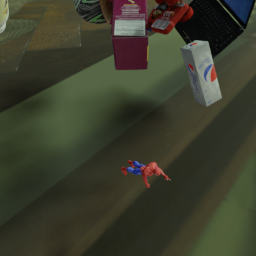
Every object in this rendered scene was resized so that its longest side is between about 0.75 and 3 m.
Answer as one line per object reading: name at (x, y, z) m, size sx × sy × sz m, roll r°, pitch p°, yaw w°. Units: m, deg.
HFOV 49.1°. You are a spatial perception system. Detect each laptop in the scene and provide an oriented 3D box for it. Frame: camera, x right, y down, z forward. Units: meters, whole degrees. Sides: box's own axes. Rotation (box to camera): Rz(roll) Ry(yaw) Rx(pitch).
laptop at (2.415, -3.567, 8.411) m, size 1.265 × 2.450 × 2.171 m, roll 7°, pitch 50°, yaw -50°

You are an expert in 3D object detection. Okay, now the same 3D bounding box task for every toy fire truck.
toy fire truck at (0.701, -2.157, 5.331) m, size 0.789 × 0.527 × 0.940 m, roll -49°, pitch 38°, yaw 0°

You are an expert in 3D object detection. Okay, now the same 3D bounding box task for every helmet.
helmet at (-0.991, -4.261, 9.288) m, size 1.566 × 1.643 × 1.643 m, roll -14°, pitch 38°, yaw -16°

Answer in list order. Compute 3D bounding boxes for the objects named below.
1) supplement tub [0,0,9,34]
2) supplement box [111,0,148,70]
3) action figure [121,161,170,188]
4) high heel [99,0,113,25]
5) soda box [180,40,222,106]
supplement tub at (-3.699, -3.286, 7.025) m, size 1.265 × 1.745 × 1.265 m, roll 8°, pitch 63°, yaw -16°
supplement box at (0.060, -2.247, 6.480) m, size 0.795 × 1.008 × 1.540 m, roll 0°, pitch 59°, yaw 2°
action figure at (0.306, 0.790, 4.706) m, size 0.320 × 0.486 × 0.981 m, roll -44°, pitch 14°, yaw -24°
high heel at (-0.701, -3.403, 7.466) m, size 1.010 × 1.440 × 2.995 m, roll 59°, pitch 29°, yaw 9°
soda box at (1.419, -1.041, 5.397) m, size 0.382 × 1.204 × 0.411 m, roll -29°, pitch 27°, yaw -10°
